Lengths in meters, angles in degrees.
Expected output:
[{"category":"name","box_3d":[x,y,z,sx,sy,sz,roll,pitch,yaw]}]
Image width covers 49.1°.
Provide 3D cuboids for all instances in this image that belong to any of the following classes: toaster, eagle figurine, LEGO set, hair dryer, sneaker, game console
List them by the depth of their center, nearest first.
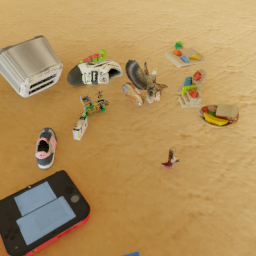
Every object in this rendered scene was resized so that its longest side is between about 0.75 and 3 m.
[{"category":"game console","box_3d":[-2.583,2.453,8.368,2.485,0.386,2.198,-25,49,-25]},{"category":"hair dryer","box_3d":[1.445,1.096,9.542,0.220,0.810,0.617,19,41,-35]},{"category":"sneaker","box_3d":[-2.965,0.507,10.147,0.685,0.800,1.951,-8,43,-8]},{"category":"LEGO set","box_3d":[-1.508,-1.048,11.728,1.243,0.956,0.720,-24,64,-14]},{"category":"eagle figurine","box_3d":[0.828,-2.110,11.987,1.359,1.367,1.801,-43,59,-16]},{"category":"toaster","box_3d":[-4.398,-2.717,12.593,2.984,1.696,1.928,-35,84,-35]},{"category":"sneaker","box_3d":[-1.502,-2.555,13.286,2.746,1.018,1.215,-23,45,-22]}]

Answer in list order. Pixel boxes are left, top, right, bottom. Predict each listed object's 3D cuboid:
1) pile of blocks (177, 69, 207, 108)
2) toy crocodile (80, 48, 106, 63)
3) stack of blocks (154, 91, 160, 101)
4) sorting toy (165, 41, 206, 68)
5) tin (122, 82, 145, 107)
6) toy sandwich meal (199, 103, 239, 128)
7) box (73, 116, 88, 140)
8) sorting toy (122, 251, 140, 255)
[{"category":"pile of blocks","box_3d":[2.940,-2.041,12.855,1.132,0.857,2.758,12,44,12]},{"category":"toy crocodile","box_3d":[-1.875,-3.527,14.622,0.693,0.633,2.052,31,52,29]},{"category":"stack of blocks","box_3d":[1.373,-1.674,12.742,0.241,0.473,0.821,8,43,8]},{"category":"sorting toy","box_3d":[2.995,-4.184,15.537,1.742,0.347,2.357,-17,46,-17]},{"category":"tin","box_3d":[0.236,-1.402,11.678,0.244,0.653,1.167,-41,93,-29]},{"category":"toy sandwich meal","box_3d":[3.742,-0.611,11.530,1.623,0.556,1.623,0,43,0]},{"category":"box","box_3d":[-1.857,0.002,10.920,0.261,0.507,0.870,11,43,8]},{"category":"sorting toy","box_3d":[0.387,4.357,6.323,1.669,0.404,2.965,-23,47,-17]}]
